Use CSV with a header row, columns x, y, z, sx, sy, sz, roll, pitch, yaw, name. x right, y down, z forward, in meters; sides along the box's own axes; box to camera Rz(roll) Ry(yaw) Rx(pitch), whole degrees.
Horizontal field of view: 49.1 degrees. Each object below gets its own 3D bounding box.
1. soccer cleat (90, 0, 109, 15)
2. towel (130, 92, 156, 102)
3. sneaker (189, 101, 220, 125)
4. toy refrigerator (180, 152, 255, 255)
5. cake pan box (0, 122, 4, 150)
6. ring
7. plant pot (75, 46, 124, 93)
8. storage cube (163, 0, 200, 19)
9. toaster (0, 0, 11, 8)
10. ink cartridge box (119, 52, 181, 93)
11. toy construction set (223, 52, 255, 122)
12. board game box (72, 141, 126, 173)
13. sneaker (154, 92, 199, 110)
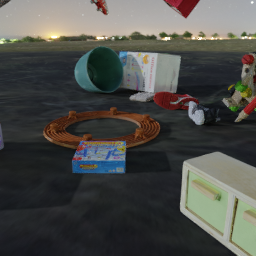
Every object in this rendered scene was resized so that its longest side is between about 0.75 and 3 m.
x,y,z,sx,sy,sz,roll,pitch,yaw,name
-0.690,-3.267,6.265,0.602,1.414,0.485,-33,26,-8,soccer cleat
0.642,-1.201,10.694,0.726,0.189,1.096,10,21,30,towel
2.173,-0.431,7.987,0.704,0.467,1.237,-1,24,-4,sneaker
1.488,1.023,3.046,0.725,0.786,2.071,-11,22,-29,toy refrigerator
-4.057,0.468,4.901,2.678,0.700,2.466,1,16,3,cake pan box
-0.659,-0.108,7.270,2.977,0.286,2.977,1,19,0,ring
-1.354,-2.334,11.728,1.844,1.844,1.480,-16,10,-39,plant pot
1.535,-3.787,8.019,0.763,0.802,0.892,48,22,24,storage cube
-3.091,-3.014,6.095,1.517,0.862,0.980,-12,38,41,toaster
0.954,-2.345,11.723,1.514,1.554,2.418,-9,18,-44,ink cartridge box
3.544,-0.801,7.957,2.029,1.870,2.433,45,47,16,toy construction set
-0.510,0.535,5.335,0.942,0.263,0.922,0,19,0,board game box
1.610,-0.906,9.458,1.475,0.578,0.852,15,12,6,sneaker
